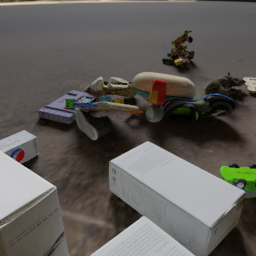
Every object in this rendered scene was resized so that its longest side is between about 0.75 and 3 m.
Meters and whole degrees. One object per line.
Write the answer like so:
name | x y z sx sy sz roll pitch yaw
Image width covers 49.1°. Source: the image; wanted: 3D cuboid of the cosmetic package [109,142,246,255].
cosmetic package | 0.736 1.091 4.797 1.068 0.777 2.100 -25 39 -36

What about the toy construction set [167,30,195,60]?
toy construction set | 2.343 -3.754 13.306 1.210 1.314 1.575 -15 10 -2

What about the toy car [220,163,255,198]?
toy car | 2.746 1.028 5.182 2.073 0.491 2.203 2 29 5

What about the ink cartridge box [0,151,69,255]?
ink cartridge box | -1.408 1.297 3.381 1.274 1.751 0.735 21 35 32

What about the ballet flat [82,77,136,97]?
ballet flat | -0.606 -1.376 9.199 1.859 0.700 0.630 1 52 1

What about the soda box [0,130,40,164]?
soda box | -2.684 0.607 5.930 0.518 0.484 1.519 22 36 34

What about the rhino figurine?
rhino figurine | 3.342 -1.452 9.475 0.948 0.648 2.167 22 34 34

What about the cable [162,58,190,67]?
cable | 2.161 -3.026 12.545 0.742 0.385 1.528 -14 32 -24

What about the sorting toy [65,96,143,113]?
sorting toy | -0.569 -0.628 7.395 1.324 0.320 2.352 1 -1 40

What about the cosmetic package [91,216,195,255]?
cosmetic package | 0.531 2.009 3.194 0.982 0.690 1.937 -24 37 -36

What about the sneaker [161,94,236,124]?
sneaker | 1.928 -0.452 7.731 2.025 0.718 0.839 -2 39 4

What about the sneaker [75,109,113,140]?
sneaker | -0.888 -0.164 7.362 0.675 0.481 1.361 -16 37 -30

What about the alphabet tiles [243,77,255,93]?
alphabet tiles | 5.359 -1.436 9.917 2.283 0.170 2.334 5 29 10

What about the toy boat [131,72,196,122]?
toy boat | 0.955 -0.954 8.220 2.003 1.107 2.382 12 19 11

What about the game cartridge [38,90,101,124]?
game cartridge | -1.696 -0.688 8.465 1.135 0.336 1.751 8 30 23
